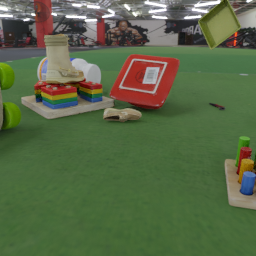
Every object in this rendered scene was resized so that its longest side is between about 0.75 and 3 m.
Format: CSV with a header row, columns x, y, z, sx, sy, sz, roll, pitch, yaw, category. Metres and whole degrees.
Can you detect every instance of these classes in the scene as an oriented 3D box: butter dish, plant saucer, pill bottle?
x,y,z,sx,sy,sz,roll,pitch,yaw,category
0.772,-1.538,10.807,2.208,1.637,2.214,12,65,25,butter dish
2.768,-3.085,8.380,0.262,1.094,1.096,-6,-19,-42,plant saucer
-2.768,-2.554,13.424,2.817,1.579,1.579,10,22,26,pill bottle

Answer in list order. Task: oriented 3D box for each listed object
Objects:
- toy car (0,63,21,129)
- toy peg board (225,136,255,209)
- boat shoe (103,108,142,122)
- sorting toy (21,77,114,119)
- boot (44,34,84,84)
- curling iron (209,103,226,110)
x,y,z,sx,sy,sz,roll,pitch,yaw,category
-5.048,-0.712,7.808,2.948,2.326,2.422,-5,6,21,toy car
2.754,0.795,5.271,1.637,0.801,1.630,5,20,15,toy peg board
-0.183,-0.371,9.210,1.246,0.444,0.402,3,55,6,boat shoe
-2.428,-1.371,11.039,2.764,0.962,2.748,-15,24,-35,sorting toy
-2.341,-2.579,10.458,0.820,1.751,2.253,3,14,20,boot
3.442,-0.862,10.879,0.242,0.125,0.978,-6,21,-15,curling iron
